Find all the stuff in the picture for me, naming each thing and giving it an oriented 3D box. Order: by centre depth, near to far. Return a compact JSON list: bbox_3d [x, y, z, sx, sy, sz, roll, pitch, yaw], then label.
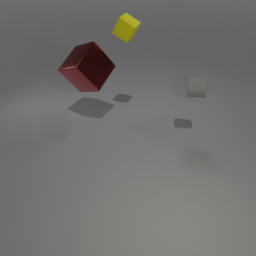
[{"bbox_3d":[2.534,-1.481,10.265,0.700,0.700,0.700,5,32,12],"label":"cylinder"},{"bbox_3d":[-0.062,-3.859,10.783,0.700,0.700,0.700,34,42,-2],"label":"cube"},{"bbox_3d":[-1.665,-2.433,11.374,1.400,1.400,1.400,7,60,48],"label":"cube"}]
